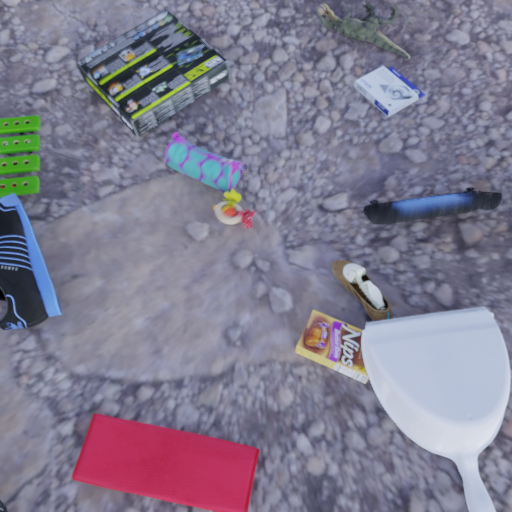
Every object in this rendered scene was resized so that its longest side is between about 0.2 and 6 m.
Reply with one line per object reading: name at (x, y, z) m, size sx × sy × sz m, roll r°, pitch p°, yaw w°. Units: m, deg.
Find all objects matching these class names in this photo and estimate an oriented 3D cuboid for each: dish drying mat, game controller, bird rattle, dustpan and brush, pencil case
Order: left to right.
dish drying mat at (-1.327, 3.105, 8.363) m, size 2.640 × 0.240 × 1.014 m, roll 9°, pitch 59°, yaw 6°
pencil case at (-1.014, -1.804, 10.973) m, size 1.562 × 0.722 × 0.665 m, roll 25°, pitch 43°, yaw 16°
bird rattle at (-0.442, -0.807, 10.579) m, size 0.665 × 0.459 × 0.816 m, roll -22°, pitch 71°, yaw -29°
game controller at (3.188, -0.931, 10.183) m, size 2.341 × 1.221 × 0.493 m, roll -9°, pitch 91°, yaw -9°
dustpan and brush at (3.031, 2.521, 8.445) m, size 2.317 × 0.950 × 3.319 m, roll -6°, pitch 53°, yaw -8°

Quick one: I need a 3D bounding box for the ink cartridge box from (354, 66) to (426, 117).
ink cartridge box at (2.990, -3.727, 12.425) m, size 1.165 × 0.237 × 1.163 m, roll -32°, pitch 64°, yaw -17°

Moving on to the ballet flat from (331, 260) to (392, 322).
ballet flat at (1.851, 0.523, 9.718) m, size 0.501 × 0.534 × 1.477 m, roll -26°, pitch 62°, yaw -15°

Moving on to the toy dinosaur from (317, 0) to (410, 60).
toy dinosaur at (2.718, -5.485, 13.289) m, size 2.546 × 0.604 × 1.122 m, roll 30°, pitch 78°, yaw 17°

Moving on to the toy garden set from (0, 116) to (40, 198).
toy garden set at (-5.178, -1.903, 11.276) m, size 1.640 × 0.393 × 1.967 m, roll -7°, pitch 60°, yaw -7°

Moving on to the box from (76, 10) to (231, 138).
box at (-2.269, -4.082, 12.300) m, size 2.523 × 0.599 × 2.436 m, roll -37°, pitch 66°, yaw -14°

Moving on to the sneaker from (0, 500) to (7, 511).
sneaker at (-3.752, 4.286, 7.219) m, size 1.160 × 1.004 × 2.568 m, roll -17°, pitch 61°, yaw -7°

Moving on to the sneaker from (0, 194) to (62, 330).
sneaker at (-4.278, 0.061, 9.762) m, size 1.032 × 0.929 × 2.649 m, roll -20°, pitch 62°, yaw -20°

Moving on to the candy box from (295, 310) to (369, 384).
candy box at (1.368, 1.486, 9.251) m, size 1.268 × 0.358 × 0.740 m, roll 22°, pitch 61°, yaw 11°
